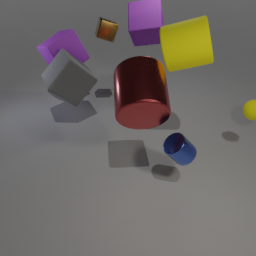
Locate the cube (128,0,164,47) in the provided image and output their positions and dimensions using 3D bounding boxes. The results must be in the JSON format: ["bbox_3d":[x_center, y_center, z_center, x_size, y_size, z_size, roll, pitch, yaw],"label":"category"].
[{"bbox_3d":[0.822,-4.609,12.352,1.400,1.400,1.400,-3,-11,12],"label":"cube"}]

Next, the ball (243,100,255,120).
[{"bbox_3d":[4.297,-0.613,9.566,0.700,0.700,0.700,0,33,0],"label":"ball"}]

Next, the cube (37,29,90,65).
[{"bbox_3d":[-2.816,-3.296,12.205,1.400,1.400,1.400,-43,34,-19],"label":"cube"}]

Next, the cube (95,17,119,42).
[{"bbox_3d":[-0.855,-3.885,11.055,0.700,0.700,0.700,12,26,-20],"label":"cube"}]

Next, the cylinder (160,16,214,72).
[{"bbox_3d":[1.803,-2.548,8.587,1.400,1.400,1.400,-9,30,17],"label":"cylinder"}]

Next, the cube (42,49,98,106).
[{"bbox_3d":[-2.300,-1.974,10.980,1.400,1.400,1.400,33,12,-39],"label":"cube"}]

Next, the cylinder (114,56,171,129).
[{"bbox_3d":[0.341,-0.884,7.278,1.400,1.400,1.400,-2,62,-3],"label":"cylinder"}]

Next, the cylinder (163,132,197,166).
[{"bbox_3d":[1.450,0.594,7.852,0.700,0.700,0.700,-29,40,27],"label":"cylinder"}]
